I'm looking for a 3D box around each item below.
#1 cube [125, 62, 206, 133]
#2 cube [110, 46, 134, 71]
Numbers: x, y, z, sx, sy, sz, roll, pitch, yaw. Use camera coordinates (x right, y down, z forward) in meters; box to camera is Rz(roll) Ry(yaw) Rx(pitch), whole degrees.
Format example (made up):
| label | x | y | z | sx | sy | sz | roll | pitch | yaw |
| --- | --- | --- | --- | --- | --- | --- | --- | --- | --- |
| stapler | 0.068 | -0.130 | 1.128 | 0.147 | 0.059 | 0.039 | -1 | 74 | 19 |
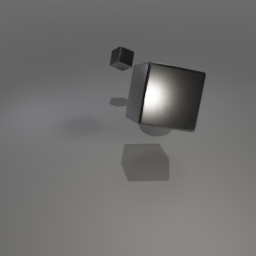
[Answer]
| label | x | y | z | sx | sy | sz | roll | pitch | yaw |
| --- | --- | --- | --- | --- | --- | --- | --- | --- | --- |
| cube | 0.849 | -0.762 | 6.876 | 1.400 | 1.400 | 1.400 | 8 | 7 | -14 |
| cube | -0.254 | -2.871 | 11.625 | 0.700 | 0.700 | 0.700 | 16 | -13 | -34 |
